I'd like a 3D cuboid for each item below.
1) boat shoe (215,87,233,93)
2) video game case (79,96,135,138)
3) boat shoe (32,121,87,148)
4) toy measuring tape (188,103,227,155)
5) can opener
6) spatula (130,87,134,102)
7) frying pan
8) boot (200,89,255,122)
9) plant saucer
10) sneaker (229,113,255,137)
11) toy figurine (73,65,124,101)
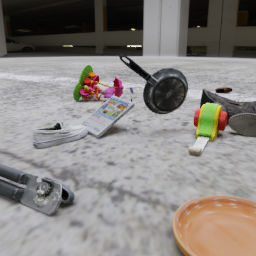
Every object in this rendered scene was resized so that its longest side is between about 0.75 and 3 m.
[{"bbox_3d":[5.190,-2.027,15.156,0.906,0.319,0.319,-3,11,16],"label":"boat shoe"},{"bbox_3d":[-0.687,-0.407,8.992,1.592,0.143,1.140,-43,39,-20],"label":"video game case"},{"bbox_3d":[-1.904,0.091,8.081,0.646,0.574,1.756,15,23,39],"label":"boat shoe"},{"bbox_3d":[2.289,-0.131,8.144,1.042,1.042,2.833,9,20,25],"label":"toy measuring tape"},{"bbox_3d":[-1.938,1.106,5.314,2.060,0.549,0.689,10,-12,31],"label":"can opener"},{"bbox_3d":[0.153,-1.246,11.310,0.083,0.809,0.229,-12,20,-30],"label":"spatula"},{"bbox_3d":[0.983,-1.453,8.404,1.522,2.516,0.409,-32,31,-1],"label":"frying pan"},{"bbox_3d":[4.050,-0.778,10.500,2.240,0.891,2.573,-2,29,-7],"label":"boot"},{"bbox_3d":[1.511,1.548,3.954,1.767,0.331,1.767,-1,17,0],"label":"plant saucer"},{"bbox_3d":[4.141,-0.101,8.805,1.890,0.707,1.004,4,5,16],"label":"sneaker"},{"bbox_3d":[-1.247,-1.901,13.409,2.011,1.640,2.185,14,43,13],"label":"toy figurine"}]
